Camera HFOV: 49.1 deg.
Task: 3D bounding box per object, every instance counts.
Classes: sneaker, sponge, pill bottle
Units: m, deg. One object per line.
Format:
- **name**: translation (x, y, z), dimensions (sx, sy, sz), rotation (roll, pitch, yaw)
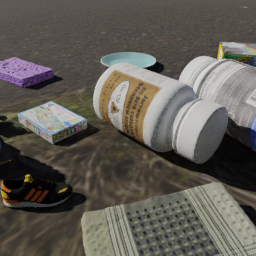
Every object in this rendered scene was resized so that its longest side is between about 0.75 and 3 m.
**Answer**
- **sneaker**: translation (-3.504, 0.402, 5.973), dimensions (2.616, 1.015, 1.129), rotation (16, 48, 33)
- **sneaker**: translation (-1.619, 1.076, 4.971), dimensions (1.227, 0.552, 0.429), rotation (-4, 31, -6)
- **sponge**: translation (-4.141, -2.153, 10.630), dimensions (2.445, 0.365, 1.364), rotation (21, 36, 31)
- **pill bottle**: translation (0.671, -0.372, 6.358), dimensions (2.816, 1.610, 1.610), rotation (29, 41, 36)
- **pill bottle**: translation (2.685, -0.699, 6.866), dimensions (1.697, 1.697, 2.983), rotation (-15, 33, -24)

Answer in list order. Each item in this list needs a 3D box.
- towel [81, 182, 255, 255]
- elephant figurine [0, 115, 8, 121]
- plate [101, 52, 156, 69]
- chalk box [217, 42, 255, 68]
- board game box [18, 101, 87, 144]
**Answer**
- **towel**: translation (0.801, 1.944, 3.754), dimensions (2.596, 0.466, 2.696), rotation (-10, 34, -11)
- **elephant figurine**: translation (-3.639, -0.439, 7.136), dimensions (0.905, 0.640, 0.702), rotation (-2, 9, 40)
- **plate**: translation (0.019, -2.719, 11.675), dimensions (2.290, 0.293, 2.290), rotation (0, 31, 0)
- **chalk box**: translation (4.056, -1.669, 8.667), dimensions (2.525, 1.563, 1.571), rotation (8, 30, 11)
- **board game box**: translation (-2.003, -0.192, 7.396), dimensions (1.596, 0.273, 1.073), rotation (26, 39, 36)
